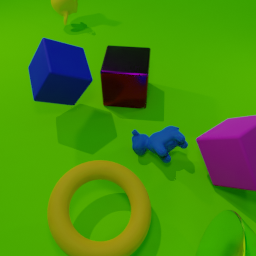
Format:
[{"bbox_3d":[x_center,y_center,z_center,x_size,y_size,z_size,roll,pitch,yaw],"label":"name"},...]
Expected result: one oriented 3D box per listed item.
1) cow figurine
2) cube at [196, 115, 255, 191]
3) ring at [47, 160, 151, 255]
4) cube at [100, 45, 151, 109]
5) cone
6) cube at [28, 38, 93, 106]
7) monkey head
[{"bbox_3d":[0.643,0.274,6.270,1.104,0.606,1.087,-38,48,-3],"label":"cow figurine"},{"bbox_3d":[2.261,0.460,5.582,1.100,1.100,1.100,-27,99,-28],"label":"cube"},{"bbox_3d":[-0.487,1.446,5.021,1.852,0.370,1.852,5,59,-8],"label":"ring"},{"bbox_3d":[-0.038,-1.362,7.500,1.179,1.179,1.179,4,49,4],"label":"cube"},{"bbox_3d":[2.082,2.349,4.291,1.637,1.631,1.631,22,51,0],"label":"cone"},{"bbox_3d":[-1.582,-1.251,6.459,1.020,1.020,1.020,4,56,-38],"label":"cube"},{"bbox_3d":[-2.157,-4.418,9.673,0.904,1.500,1.079,-29,18,-24],"label":"monkey head"}]
